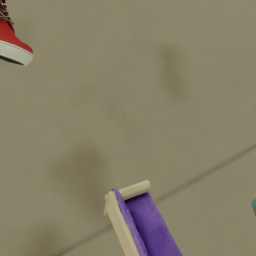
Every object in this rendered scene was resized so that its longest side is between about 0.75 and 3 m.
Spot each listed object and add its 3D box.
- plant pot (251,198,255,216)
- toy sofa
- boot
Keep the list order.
[{"bbox_3d":[1.781,1.033,3.036,0.549,0.549,0.777,-39,90,-6],"label":"plant pot"},{"bbox_3d":[0.334,1.614,3.811,0.741,0.874,1.790,-15,56,-21],"label":"toy sofa"},{"bbox_3d":[-2.058,-1.898,4.480,1.997,0.723,1.441,29,90,25],"label":"boot"}]
